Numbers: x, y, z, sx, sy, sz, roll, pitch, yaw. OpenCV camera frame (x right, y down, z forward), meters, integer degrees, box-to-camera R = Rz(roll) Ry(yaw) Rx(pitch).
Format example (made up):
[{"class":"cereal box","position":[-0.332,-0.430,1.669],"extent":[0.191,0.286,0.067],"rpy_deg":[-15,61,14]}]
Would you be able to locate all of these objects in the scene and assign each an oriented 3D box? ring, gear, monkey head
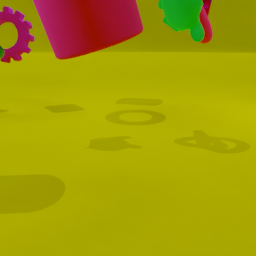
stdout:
[{"class":"ring","position":[1.802,-3.329,7.964],"extent":[0.404,2.018,2.018],"rpy_deg":[-29,11,15]},{"class":"gear","position":[-3.914,-2.989,9.043],"extent":[1.694,1.694,0.313],"rpy_deg":[1,8,5]},{"class":"monkey head","position":[1.182,-2.499,5.590],"extent":[1.094,1.521,0.917],"rpy_deg":[-27,19,-13]}]

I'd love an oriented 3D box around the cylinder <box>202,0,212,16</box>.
[{"class":"cylinder","position":[2.320,-4.608,10.177],"extent":[1.380,1.380,1.380],"rpy_deg":[13,19,11]}]

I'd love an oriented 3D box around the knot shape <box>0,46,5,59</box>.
[{"class":"knot shape","position":[-3.238,-1.757,5.861],"extent":[0.606,1.226,1.311],"rpy_deg":[-42,5,-36]}]

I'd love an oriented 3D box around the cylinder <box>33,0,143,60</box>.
[{"class":"cylinder","position":[-0.540,-1.621,3.475],"extent":[1.206,1.206,1.206],"rpy_deg":[-16,23,7]}]
